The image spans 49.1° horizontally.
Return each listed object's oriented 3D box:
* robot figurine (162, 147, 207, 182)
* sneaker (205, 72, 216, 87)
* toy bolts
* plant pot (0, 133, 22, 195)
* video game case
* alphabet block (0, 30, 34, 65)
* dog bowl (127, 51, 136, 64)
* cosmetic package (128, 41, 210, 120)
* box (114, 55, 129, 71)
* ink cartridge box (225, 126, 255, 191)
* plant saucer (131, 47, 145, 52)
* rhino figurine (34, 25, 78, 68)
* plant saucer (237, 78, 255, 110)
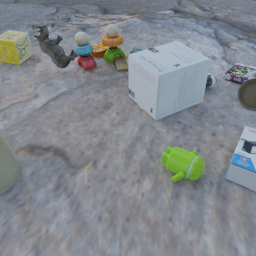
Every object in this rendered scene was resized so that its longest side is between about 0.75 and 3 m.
[{"bbox_3d":[1.839,1.163,9.193,1.459,0.844,1.280,22,45,24],"label":"robot figurine"},{"bbox_3d":[3.128,-2.615,13.721,1.048,0.770,2.317,-24,47,-29],"label":"sneaker"},{"bbox_3d":[-1.799,-4.553,15.060,2.650,1.838,2.532,-29,43,-26],"label":"toy bolts"},{"bbox_3d":[-4.665,0.706,8.627,2.126,2.270,2.126,-1,40,0],"label":"plant pot"},{"bbox_3d":[5.878,-2.727,14.151,1.504,0.297,1.659,25,45,32],"label":"video game case"},{"bbox_3d":[-6.276,-4.452,15.457,1.382,1.374,1.407,10,40,15],"label":"alphabet block"},{"bbox_3d":[0.737,-3.144,13.996,1.803,0.529,1.803,26,26,-14],"label":"dog bowl"},{"bbox_3d":[1.671,-2.090,11.998,2.632,2.172,2.170,-22,45,-24],"label":"cosmetic package"},{"bbox_3d":[0.199,-3.600,15.339,1.837,0.195,1.502,-6,41,-8],"label":"box"},{"bbox_3d":[4.318,1.029,9.309,1.509,0.871,2.081,21,44,23],"label":"ink cartridge box"},{"bbox_3d":[0.667,-4.027,15.326,1.187,0.298,1.187,15,39,-13],"label":"plant saucer"},{"bbox_3d":[-3.221,-3.543,12.032,1.020,0.698,2.334,-44,86,5],"label":"rhino figurine"},{"bbox_3d":[5.571,-1.466,12.229,1.479,0.218,1.479,-6,73,19],"label":"plant saucer"}]
